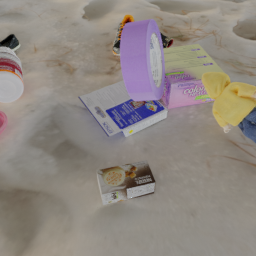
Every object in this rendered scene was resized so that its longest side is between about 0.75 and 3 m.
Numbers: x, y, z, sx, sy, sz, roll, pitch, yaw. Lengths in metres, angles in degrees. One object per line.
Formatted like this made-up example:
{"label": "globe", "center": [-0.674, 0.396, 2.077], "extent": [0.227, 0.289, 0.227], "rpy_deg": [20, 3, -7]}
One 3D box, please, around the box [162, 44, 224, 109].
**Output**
{"label": "box", "center": [2.113, -2.012, 10.553], "extent": [2.057, 1.131, 2.339], "rpy_deg": [-11, 45, -11]}

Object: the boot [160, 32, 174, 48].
{"label": "boot", "center": [1.256, -3.977, 12.955], "extent": [1.158, 0.553, 1.533], "rpy_deg": [36, 59, 26]}

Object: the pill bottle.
{"label": "pill bottle", "center": [-4.658, -2.089, 10.534], "extent": [1.281, 1.281, 2.267], "rpy_deg": [-13, 45, -13]}

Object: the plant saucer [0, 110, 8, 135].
{"label": "plant saucer", "center": [-4.628, -0.041, 9.118], "extent": [1.417, 0.359, 1.417], "rpy_deg": [-1, 45, 1]}

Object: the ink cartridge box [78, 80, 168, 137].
{"label": "ink cartridge box", "center": [-0.209, -0.710, 9.696], "extent": [2.295, 0.539, 2.268], "rpy_deg": [-25, 51, -19]}

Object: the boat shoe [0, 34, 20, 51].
{"label": "boat shoe", "center": [-5.664, -3.569, 12.450], "extent": [0.757, 0.671, 2.025], "rpy_deg": [24, 49, 22]}

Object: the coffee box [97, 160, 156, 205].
{"label": "coffee box", "center": [-0.062, 1.442, 7.469], "extent": [1.416, 0.564, 0.810], "rpy_deg": [-10, 46, -10]}

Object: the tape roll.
{"label": "tape roll", "center": [0.518, -2.014, 8.510], "extent": [0.773, 2.356, 2.356], "rpy_deg": [-1, 43, 18]}

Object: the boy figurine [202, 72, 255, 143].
{"label": "boy figurine", "center": [3.360, -0.632, 8.675], "extent": [0.942, 1.818, 2.924], "rpy_deg": [-18, 56, -35]}

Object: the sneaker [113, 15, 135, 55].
{"label": "sneaker", "center": [-0.140, -4.228, 12.865], "extent": [1.061, 1.047, 2.711], "rpy_deg": [3, 47, 1]}
